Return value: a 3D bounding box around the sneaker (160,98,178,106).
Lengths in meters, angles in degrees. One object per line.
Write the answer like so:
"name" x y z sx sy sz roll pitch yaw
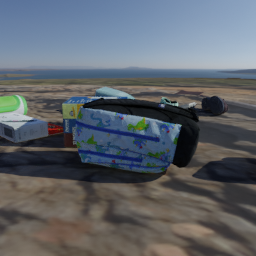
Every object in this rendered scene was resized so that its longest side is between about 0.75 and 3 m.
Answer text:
"sneaker" 1.239 -0.709 11.526 1.944 1.147 0.715 7 16 32

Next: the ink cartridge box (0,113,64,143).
"ink cartridge box" -3.666 -0.153 10.411 2.644 0.576 2.294 12 19 44

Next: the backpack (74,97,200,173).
"backpack" 0.079 0.106 6.722 2.741 2.108 2.236 21 15 0

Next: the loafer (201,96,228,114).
"loafer" 4.621 -1.214 14.481 0.798 0.911 2.534 2 9 -8

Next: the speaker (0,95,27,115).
"speaker" -5.753 -0.798 12.044 1.137 1.137 2.572 11 17 41

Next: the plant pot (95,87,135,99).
"plant pot" -0.419 -0.684 10.893 1.543 1.515 1.511 11 14 8

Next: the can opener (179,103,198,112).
"can opener" 3.014 -0.997 14.369 1.553 0.409 0.516 -12 38 -34

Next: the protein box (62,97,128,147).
"protein box" -0.965 -0.281 9.166 1.981 1.337 1.967 -1 13 -3
